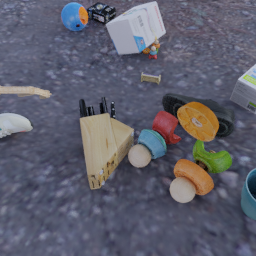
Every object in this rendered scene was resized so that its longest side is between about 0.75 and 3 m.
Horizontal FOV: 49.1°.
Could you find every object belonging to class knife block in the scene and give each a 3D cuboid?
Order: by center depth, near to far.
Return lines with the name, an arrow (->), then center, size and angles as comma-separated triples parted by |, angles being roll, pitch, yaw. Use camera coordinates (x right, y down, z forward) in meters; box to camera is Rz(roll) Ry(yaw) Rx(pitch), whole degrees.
knife block -> -1.211, 0.239, 9.406 | 2.566, 0.935, 2.923 | 26, 55, 21

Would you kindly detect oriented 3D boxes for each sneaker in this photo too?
sneaker -> -4.636, 0.188, 9.600 | 2.717, 0.957, 1.270 | 3, 67, 0
sneaker -> 2.566, -0.625, 10.231 | 2.739, 1.040, 1.243 | 26, 44, 13

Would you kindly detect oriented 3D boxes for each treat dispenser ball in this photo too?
treat dispenser ball -> -2.666, -5.551, 14.016 | 1.319, 1.319, 1.319 | 0, 50, 0

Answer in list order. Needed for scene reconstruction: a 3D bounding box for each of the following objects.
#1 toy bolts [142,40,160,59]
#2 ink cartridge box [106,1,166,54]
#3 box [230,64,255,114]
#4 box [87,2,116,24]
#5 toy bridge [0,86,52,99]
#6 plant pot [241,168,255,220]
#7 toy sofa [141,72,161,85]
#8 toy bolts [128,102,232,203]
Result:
toy bolts -> 1.066, -3.636, 12.856 | 0.811, 0.589, 0.849 | 2, 50, 1
ink cartridge box -> 0.399, -4.508, 12.690 | 1.491, 1.498, 2.042 | 10, 44, 46
box -> 5.157, -1.705, 10.928 | 2.094, 1.061, 1.178 | -37, 60, -27
box -> -1.420, -6.164, 15.006 | 1.216, 0.524, 0.996 | 28, 55, 21
toy bridge -> -1.839, -0.652, 5.058 | 0.389, 0.158, 1.158 | -4, 0, 33
plant pot -> 3.761, 1.954, 7.797 | 1.281, 1.203, 1.281 | 0, 50, 0
toy sofa -> 0.960, -2.126, 11.765 | 0.811, 0.336, 0.396 | 11, 52, 9
toy bolts -> 1.247, 0.613, 8.313 | 1.937, 2.668, 2.793 | -43, 43, -21
